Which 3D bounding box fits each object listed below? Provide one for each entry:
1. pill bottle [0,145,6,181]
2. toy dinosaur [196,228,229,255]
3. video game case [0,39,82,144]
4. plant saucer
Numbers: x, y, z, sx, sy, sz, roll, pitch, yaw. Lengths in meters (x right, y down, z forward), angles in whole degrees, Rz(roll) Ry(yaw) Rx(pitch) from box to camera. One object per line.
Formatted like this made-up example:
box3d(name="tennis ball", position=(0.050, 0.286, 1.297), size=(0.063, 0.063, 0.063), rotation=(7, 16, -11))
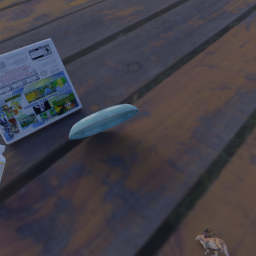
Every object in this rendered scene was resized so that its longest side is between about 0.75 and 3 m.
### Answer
box3d(name="pill bottle", position=(-3.259, 0.948, 6.531), size=(0.655, 0.655, 1.169), rotation=(9, 79, 9))
box3d(name="toy dinosaur", position=(1.741, 2.328, 5.682), size=(0.823, 0.353, 0.558), rotation=(14, 19, 32))
box3d(name="video game case", position=(-2.895, -1.121, 8.212), size=(2.531, 2.307, 0.278), rotation=(-31, 17, -28))
box3d(name="plant saucer", position=(-0.662, -0.192, 7.442), size=(1.983, 1.983, 0.272), rotation=(-20, 85, -19))
